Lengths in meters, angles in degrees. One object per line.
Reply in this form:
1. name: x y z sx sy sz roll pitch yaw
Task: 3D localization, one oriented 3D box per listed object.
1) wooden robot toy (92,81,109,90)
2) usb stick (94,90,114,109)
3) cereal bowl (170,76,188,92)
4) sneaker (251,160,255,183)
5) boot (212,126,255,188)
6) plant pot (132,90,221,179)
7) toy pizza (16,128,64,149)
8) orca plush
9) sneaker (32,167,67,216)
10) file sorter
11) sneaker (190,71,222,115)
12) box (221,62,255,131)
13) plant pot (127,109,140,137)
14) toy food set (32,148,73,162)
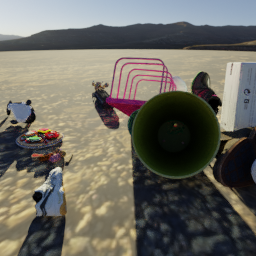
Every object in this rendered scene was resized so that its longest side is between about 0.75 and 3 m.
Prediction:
1. wooden robot toy: -1.683 -2.339 16.092 1.191 0.525 0.541 10 57 24
2. usb stick: -1.104 -1.360 13.163 0.681 0.401 2.457 -12 22 -12
3. cereal bowl: 2.277 -1.692 12.301 0.545 1.308 1.308 -16 19 4
4. sneaker: 3.838 0.975 6.018 2.608 0.945 1.487 11 16 4
5. boot: 2.488 0.676 6.970 1.447 1.116 2.986 -7 9 45
6. plant pot: 1.156 0.199 6.951 1.886 1.886 2.015 3 -3 9
7. toy pizza: -2.766 0.268 8.812 1.453 0.230 1.453 0 20 0
8. orca plush: -3.986 -0.468 10.700 2.060 0.732 1.084 3 62 39
9. sneaker: -1.602 1.235 5.648 0.626 0.540 1.429 -6 20 -14
10. file sorter: 0.627 -1.282 9.730 1.764 1.592 2.539 7 -6 19
11. sneaker: 2.645 -0.914 9.277 0.902 2.350 0.984 29 -36 -34
12. box: 4.313 -0.892 8.790 2.278 2.266 1.489 2 12 4
13. plant pot: 0.622 -0.096 8.785 1.044 1.044 0.838 9 9 23
14. toy food set: -2.114 0.726 7.605 1.137 0.179 0.723 1 20 3
